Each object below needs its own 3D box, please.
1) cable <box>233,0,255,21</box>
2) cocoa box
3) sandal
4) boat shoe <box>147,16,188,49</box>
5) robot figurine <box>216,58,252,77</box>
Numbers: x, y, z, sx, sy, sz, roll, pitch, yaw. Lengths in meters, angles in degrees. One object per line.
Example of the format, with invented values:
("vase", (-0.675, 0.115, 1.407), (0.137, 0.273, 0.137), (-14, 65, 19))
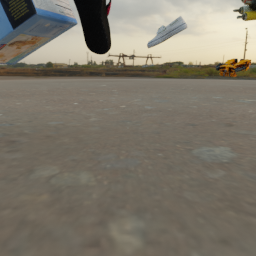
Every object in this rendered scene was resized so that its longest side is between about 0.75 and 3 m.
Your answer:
("cable", (4.104, -3.412, 7.984), (2.163, 1.051, 0.544), (9, -17, -7))
("cocoa box", (-3.087, -3.010, 7.408), (2.686, 1.763, 1.791), (-22, 3, 25))
("sandal", (-0.838, -3.122, 6.982), (1.013, 2.697, 0.608), (18, 53, 17))
("boat shoe", (0.918, -2.379, 6.956), (1.099, 0.367, 0.404), (-24, 9, 21))
("robot figurine", (3.954, -2.261, 10.442), (1.092, 0.438, 1.506), (16, 35, 40))
